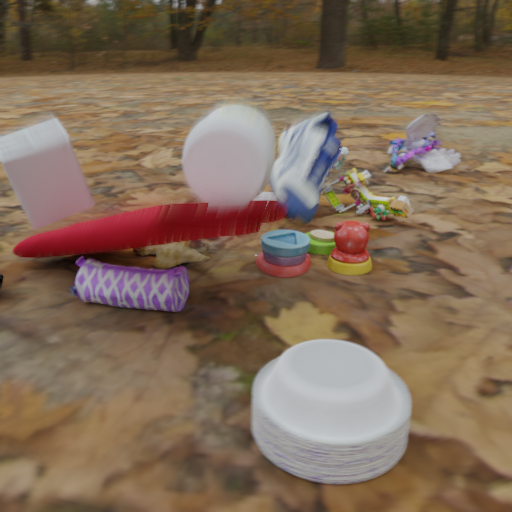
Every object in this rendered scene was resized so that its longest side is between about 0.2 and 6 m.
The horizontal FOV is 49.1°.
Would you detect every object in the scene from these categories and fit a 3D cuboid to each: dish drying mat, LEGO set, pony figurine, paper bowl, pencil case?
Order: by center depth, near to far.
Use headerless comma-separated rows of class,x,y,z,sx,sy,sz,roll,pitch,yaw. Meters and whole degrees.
paper bowl,0.699,1.337,5.287,1.476,0.767,1.476,0,21,0
dish drying mat,-1.764,-0.297,7.704,1.783,0.422,4.642,-6,2,-40
pencil case,-1.711,0.372,7.733,1.571,0.672,0.659,5,27,10
LEGO set,2.104,-1.182,11.373,0.831,1.027,2.233,-27,54,-18
pony figurine,4.314,-2.882,14.978,1.850,1.596,1.917,-25,14,28

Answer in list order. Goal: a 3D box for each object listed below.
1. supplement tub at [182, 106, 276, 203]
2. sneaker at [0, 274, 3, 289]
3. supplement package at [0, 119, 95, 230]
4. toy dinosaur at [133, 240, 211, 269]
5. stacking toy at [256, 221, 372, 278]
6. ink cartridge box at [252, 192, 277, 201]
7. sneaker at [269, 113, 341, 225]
supplement tub,-0.364,-1.457,8.099,1.277,1.277,1.761,1,20,3
sneaker,-4.021,0.331,8.140,0.778,0.555,1.569,18,8,-8
supplement package,-3.128,-1.205,8.299,0.970,1.246,0.691,-26,45,-19
toy dinosaur,-1.176,-0.075,9.215,2.061,0.600,1.042,10,39,40
stacking toy,0.882,-0.318,9.265,1.834,0.775,1.660,-3,23,-9
ink cartridge box,0.534,-1.066,11.765,1.238,0.310,0.996,6,23,3
sneaker,1.016,-1.815,10.719,1.215,1.037,2.756,-29,38,30
